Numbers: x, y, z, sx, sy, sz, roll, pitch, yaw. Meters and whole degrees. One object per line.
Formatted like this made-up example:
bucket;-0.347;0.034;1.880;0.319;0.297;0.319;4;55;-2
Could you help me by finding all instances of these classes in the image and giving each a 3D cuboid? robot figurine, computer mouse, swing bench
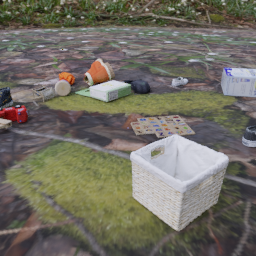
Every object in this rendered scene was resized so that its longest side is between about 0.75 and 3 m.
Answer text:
robot figurine;-3.327;-2.690;15.190;0.767;0.622;1.066;-26;35;-35
computer mouse;0.499;-2.250;14.361;1.332;0.507;1.924;-8;26;-19
swing bench;-3.909;-1.607;12.980;0.777;0.504;0.773;13;27;25

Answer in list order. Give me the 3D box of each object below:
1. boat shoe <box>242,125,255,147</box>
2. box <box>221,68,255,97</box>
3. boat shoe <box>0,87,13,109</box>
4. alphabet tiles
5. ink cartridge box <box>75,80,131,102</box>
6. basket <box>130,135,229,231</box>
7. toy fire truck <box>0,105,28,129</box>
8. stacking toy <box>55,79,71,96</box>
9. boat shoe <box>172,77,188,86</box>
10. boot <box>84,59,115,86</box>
boat shoe;4.544;0.064;9.142;1.946;0.665;0.719;-10;26;-20
box;5.703;-2.269;13.803;1.915;1.005;1.762;6;26;11
boat shoe;-5.456;-1.140;11.616;0.610;0.783;1.725;5;25;11
alphabet tiles;1.169;-0.059;10.136;2.000;0.075;1.671;-5;26;-10
ink cartridge box;-1.251;-1.899;13.561;2.311;0.554;1.681;20;31;35
basket;1.093;1.112;6.165;1.547;1.255;1.561;-20;30;-36
toy fire truck;-4.580;-0.240;9.994;2.091;0.510;1.475;-12;28;-25
stacking toy;-3.225;-2.148;13.968;0.749;0.749;1.756;-5;21;-10
boat shoe;2.856;-2.559;15.158;0.442;0.401;1.202;22;33;39
boot;-1.820;-2.997;15.210;1.490;1.043;2.780;-26;23;-10
